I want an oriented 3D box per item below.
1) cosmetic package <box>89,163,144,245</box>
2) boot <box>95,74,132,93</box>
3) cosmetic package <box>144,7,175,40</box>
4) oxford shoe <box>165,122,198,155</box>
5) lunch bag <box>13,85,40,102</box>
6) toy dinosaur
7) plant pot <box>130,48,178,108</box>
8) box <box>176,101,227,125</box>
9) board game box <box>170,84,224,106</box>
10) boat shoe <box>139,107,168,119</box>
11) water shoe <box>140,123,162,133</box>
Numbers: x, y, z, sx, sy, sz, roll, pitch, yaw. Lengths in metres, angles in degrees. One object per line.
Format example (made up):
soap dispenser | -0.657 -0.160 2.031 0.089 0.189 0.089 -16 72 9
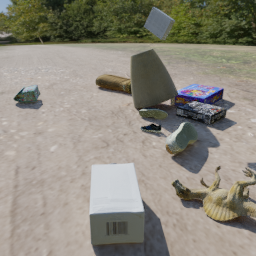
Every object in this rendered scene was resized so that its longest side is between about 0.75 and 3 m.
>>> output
cosmetic package | -0.301 1.622 6.439 1.138 0.818 2.017 -1 21 -3
boot | -0.224 -3.067 18.038 2.911 0.963 2.549 18 29 40
cosmetic package | 1.387 -4.660 12.520 0.326 0.952 1.262 -7 46 -48
oxford shoe | 1.888 0.346 9.877 0.621 0.809 2.151 -36 -3 36
lunch bag | -5.519 -1.834 15.225 1.222 0.745 1.041 -8 28 1
toy dinosaur | 2.517 1.692 6.647 2.908 0.846 1.470 9 38 41
plant pot | 1.023 -2.541 13.846 2.314 2.470 2.314 -18 15 5
box | 3.351 -0.742 12.842 1.800 0.448 1.419 20 29 41
board game box | 3.767 -1.728 15.094 1.840 0.613 2.736 16 27 35
boat shoe | 1.192 -0.714 12.720 1.360 0.508 0.451 1 32 28
water shoe | 0.920 -0.049 11.245 0.881 0.348 0.315 7 23 17
